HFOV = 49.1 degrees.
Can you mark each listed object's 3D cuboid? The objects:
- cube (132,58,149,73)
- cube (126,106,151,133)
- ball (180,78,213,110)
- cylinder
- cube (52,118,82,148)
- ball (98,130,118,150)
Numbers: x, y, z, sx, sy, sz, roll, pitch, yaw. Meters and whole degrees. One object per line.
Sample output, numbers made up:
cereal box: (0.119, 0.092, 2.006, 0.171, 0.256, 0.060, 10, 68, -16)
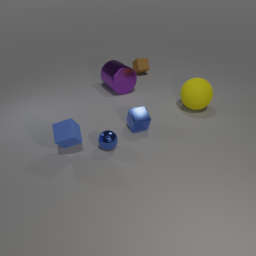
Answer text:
cube: (0.746, -3.622, 16.298, 0.700, 0.700, 0.700, -8, -2, -24)
cube: (0.407, -0.327, 10.955, 0.700, 0.700, 0.700, -11, 56, -18)
ball: (3.021, -1.504, 12.347, 1.400, 1.400, 1.400, 0, 31, 0)
cylinder: (-0.484, -2.593, 14.216, 1.400, 1.400, 1.400, -16, 34, -25)
cube: (-2.025, 0.187, 9.393, 0.700, 0.700, 0.700, -17, 68, 8)
ball: (-0.709, 0.423, 9.889, 0.700, 0.700, 0.700, 0, 31, 0)
